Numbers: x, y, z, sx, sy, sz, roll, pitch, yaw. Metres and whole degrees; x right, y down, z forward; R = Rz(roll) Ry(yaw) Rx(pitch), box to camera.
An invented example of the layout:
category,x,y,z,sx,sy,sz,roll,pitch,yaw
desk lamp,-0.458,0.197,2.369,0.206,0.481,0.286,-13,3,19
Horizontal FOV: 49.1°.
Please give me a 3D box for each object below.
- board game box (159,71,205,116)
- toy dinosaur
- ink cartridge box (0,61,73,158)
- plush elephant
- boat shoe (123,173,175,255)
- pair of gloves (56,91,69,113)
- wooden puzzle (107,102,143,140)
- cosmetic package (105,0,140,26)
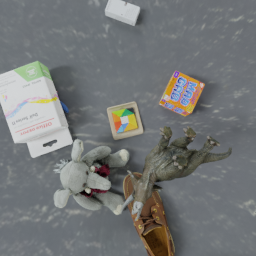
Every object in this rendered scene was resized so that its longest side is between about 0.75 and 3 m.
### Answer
category,x,y,z,sx,sy,sz,roll,pitch,yaw
board game box,1.564,-0.994,8.333,0.923,0.923,0.924,25,87,2
toy dinosaur,0.904,0.609,5.306,2.524,1.291,0.972,-21,65,-36
ink cartridge box,-2.733,-0.478,8.202,1.466,0.843,2.504,-21,88,1
plush elephant,-1.098,1.367,7.734,2.349,1.819,1.935,13,86,1
boat shoe,0.664,2.653,8.082,1.027,0.963,2.852,-21,87,-1
pair of gloves,-2.535,-0.550,8.703,1.342,0.153,1.079,-13,88,0
wooden puzzle,-0.089,-0.229,8.655,0.952,0.192,1.029,-14,87,-1
cosmetic package,-0.174,-3.658,8.785,1.003,0.371,0.510,20,86,0
